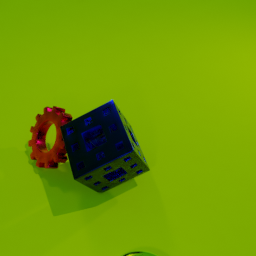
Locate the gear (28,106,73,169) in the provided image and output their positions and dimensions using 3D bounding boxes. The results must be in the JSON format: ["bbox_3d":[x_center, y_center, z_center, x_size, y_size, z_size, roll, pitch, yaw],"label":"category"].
[{"bbox_3d":[-1.710,0.206,6.199,0.253,1.365,1.365,14,25,-50],"label":"gear"}]

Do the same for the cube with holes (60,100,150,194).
[{"bbox_3d":[-0.437,0.420,5.597,1.172,1.172,1.172,-26,59,6],"label":"cube with holes"}]

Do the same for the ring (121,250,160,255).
[{"bbox_3d":[0.196,2.584,4.358,1.286,0.257,1.286,-2,54,3],"label":"ring"}]
